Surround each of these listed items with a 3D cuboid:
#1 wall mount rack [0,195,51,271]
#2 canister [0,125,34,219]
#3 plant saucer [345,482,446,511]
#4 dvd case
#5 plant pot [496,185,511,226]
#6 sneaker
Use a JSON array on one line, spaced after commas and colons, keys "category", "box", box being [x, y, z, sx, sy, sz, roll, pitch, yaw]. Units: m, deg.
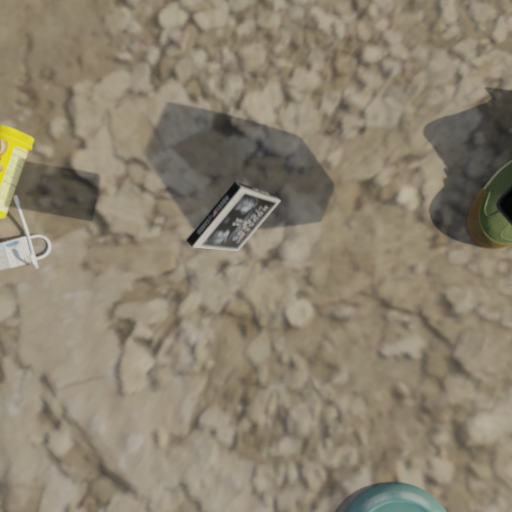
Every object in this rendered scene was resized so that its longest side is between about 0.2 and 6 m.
[{"category": "wall mount rack", "box": [-3.902, -0.244, 8.603, 1.310, 0.488, 1.138, -17, 77, -16]}, {"category": "canister", "box": [-4.051, -1.296, 8.662, 0.986, 0.574, 1.327, 12, 83, 40]}, {"category": "plant saucer", "box": [2.071, 4.253, 8.148, 1.778, 0.244, 1.778, 0, 82, 1]}, {"category": "dvd case", "box": [-0.235, -0.430, 6.600, 0.145, 1.175, 0.883, 46, 106, 19]}, {"category": "plant pot", "box": [3.912, -0.534, 6.099, 1.331, 1.497, 1.501, 0, 49, -35]}, {"category": "sneaker", "box": [4.744, -1.414, 8.355, 3.360, 1.508, 1.127, -36, 83, -5]}]
